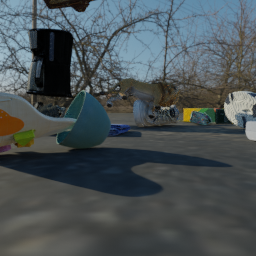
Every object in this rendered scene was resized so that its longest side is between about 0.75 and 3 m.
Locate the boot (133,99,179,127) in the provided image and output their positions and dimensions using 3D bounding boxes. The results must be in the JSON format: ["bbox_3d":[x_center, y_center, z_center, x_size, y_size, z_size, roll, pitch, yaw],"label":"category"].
[{"bbox_3d":[1.134,-0.571,10.153,1.298,0.999,2.716,-5,1,19],"label":"boot"}]

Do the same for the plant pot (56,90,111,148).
[{"bbox_3d":[-0.631,-0.049,4.391,0.612,0.909,0.909,27,-8,-23],"label":"plant pot"}]

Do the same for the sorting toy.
[{"bbox_3d":[-1.443,-0.058,3.958,1.335,0.792,1.483,-3,5,-36],"label":"sorting toy"}]

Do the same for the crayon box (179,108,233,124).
[{"bbox_3d":[3.824,-0.593,13.217,1.702,0.681,2.682,-2,4,-27],"label":"crayon box"}]

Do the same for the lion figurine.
[{"bbox_3d":[0.474,-1.232,9.585,2.646,1.621,0.959,20,-40,-3],"label":"lion figurine"}]

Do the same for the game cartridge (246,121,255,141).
[{"bbox_3d":[3.319,0.092,4.827,1.497,0.460,2.248,2,2,-28],"label":"game cartridge"}]

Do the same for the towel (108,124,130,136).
[{"bbox_3d":[-1.199,-0.005,7.368,2.346,0.279,1.723,2,2,8],"label":"towel"}]

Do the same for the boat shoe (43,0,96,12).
[{"bbox_3d":[-1.292,-3.440,7.352,2.012,0.726,0.724,-2,-35,10],"label":"boat shoe"}]

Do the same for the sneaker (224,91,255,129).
[{"bbox_3d":[4.618,-0.543,8.695,1.916,1.175,2.945,0,4,-25],"label":"sneaker"}]

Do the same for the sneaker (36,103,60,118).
[{"bbox_3d":[-2.982,-0.399,9.607,1.022,0.855,2.251,-11,4,-21],"label":"sneaker"}]

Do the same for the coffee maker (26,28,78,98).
[{"bbox_3d":[-2.980,-2.692,12.020,2.609,2.717,1.830,2,4,-30],"label":"coffee maker"}]

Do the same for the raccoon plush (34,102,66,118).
[{"bbox_3d":[-3.907,-0.707,13.645,1.369,0.989,2.043,7,-1,-34],"label":"raccoon plush"}]

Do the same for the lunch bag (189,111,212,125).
[{"bbox_3d":[2.951,-0.383,11.236,0.872,0.532,0.743,14,4,15],"label":"lunch bag"}]
